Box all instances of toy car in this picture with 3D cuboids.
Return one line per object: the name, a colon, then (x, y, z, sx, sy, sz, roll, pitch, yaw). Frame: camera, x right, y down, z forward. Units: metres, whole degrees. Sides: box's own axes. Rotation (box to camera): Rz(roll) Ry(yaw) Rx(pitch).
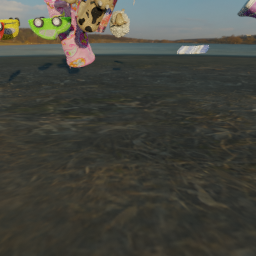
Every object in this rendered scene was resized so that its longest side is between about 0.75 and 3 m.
toy car: (-2.925, -2.754, 7.881, 2.714, 0.643, 2.884, -4, 24, -3)

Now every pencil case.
pencil case: (-1.975, -3.381, 9.718, 1.152, 2.634, 1.152, -5, 50, 6)

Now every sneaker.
sneaker: (3.865, -3.498, 8.555, 0.837, 0.532, 1.467, 36, 20, -1)

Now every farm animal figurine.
farm animal figurine: (-0.757, -2.826, 6.045, 1.980, 1.958, 1.032, 9, 59, -11)

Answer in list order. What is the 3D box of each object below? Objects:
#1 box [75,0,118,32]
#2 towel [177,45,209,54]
box: (-0.862, -3.680, 8.075, 0.763, 1.599, 0.797, -4, 54, -34)
towel: (2.162, -2.606, 9.305, 0.955, 0.114, 0.702, 6, 33, 25)
